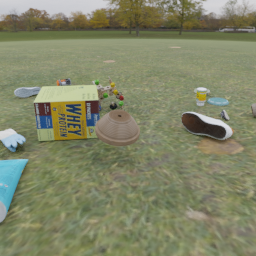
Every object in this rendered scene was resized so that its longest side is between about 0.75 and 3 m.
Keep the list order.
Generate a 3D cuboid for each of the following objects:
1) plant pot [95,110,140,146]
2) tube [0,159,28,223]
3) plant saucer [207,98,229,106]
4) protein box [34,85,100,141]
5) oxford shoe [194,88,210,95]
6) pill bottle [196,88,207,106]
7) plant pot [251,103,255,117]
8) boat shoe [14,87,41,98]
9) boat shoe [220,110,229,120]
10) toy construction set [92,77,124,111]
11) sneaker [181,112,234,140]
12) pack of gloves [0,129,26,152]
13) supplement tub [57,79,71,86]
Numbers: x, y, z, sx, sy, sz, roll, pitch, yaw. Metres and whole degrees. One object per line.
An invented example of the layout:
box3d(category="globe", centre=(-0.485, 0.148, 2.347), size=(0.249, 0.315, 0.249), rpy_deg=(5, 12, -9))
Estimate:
box3d(category="plant pot", centre=(-0.290, -0.111, 8.466), size=(1.378, 0.636, 1.378), rpy_deg=(6, 36, -4))
box3d(category="tube", centre=(-3.323, 1.398, 7.313), size=(1.096, 0.713, 2.830), rpy_deg=(3, 17, -15))
box3d(category="plant saucer", centre=(4.694, -1.395, 14.577), size=(1.084, 0.149, 1.084), rpy_deg=(-1, 23, 0))
box3d(category="protein box", centre=(-2.290, -0.665, 11.010), size=(2.254, 1.521, 2.238), rpy_deg=(-3, 23, -8))
box3d(category="oxford shoe", centre=(4.241, -2.058, 16.002), size=(0.304, 0.395, 1.051), rpy_deg=(35, -12, -39))
box3d(category="pill bottle", centre=(3.666, -1.561, 14.056), size=(0.476, 0.843, 0.476), rpy_deg=(0, 23, 0))
box3d(category="plant pot", centre=(5.964, -0.844, 12.459), size=(0.814, 0.938, 0.938), rpy_deg=(-10, 19, 19))
box3d(category="boat shoe", centre=(-5.603, -1.965, 15.605), size=(1.507, 0.554, 0.503), rpy_deg=(-11, 6, -40))
box3d(category="boat shoe", centre=(4.301, -0.533, 12.499), size=(0.261, 0.302, 0.832), rpy_deg=(-38, 16, 24))
box3d(category="toy construction set", centre=(-1.049, -1.900, 13.466), size=(1.575, 1.451, 1.889), rpy_deg=(-9, 39, 10))
box3d(category="sneaker", centre=(3.039, -0.055, 10.807), size=(0.894, 0.769, 2.112), rpy_deg=(-2, 23, -44))
box3d(category="pack of gloves", centre=(-4.560, 0.631, 9.647), size=(1.732, 0.407, 2.062), rpy_deg=(-21, 23, -33))
box3d(category="supplement tub", centre=(-3.998, -2.799, 17.468), size=(0.817, 0.501, 0.501), rpy_deg=(-10, 25, -22))
